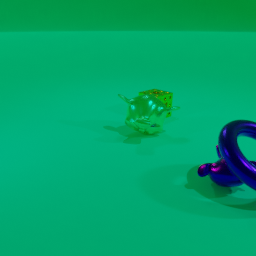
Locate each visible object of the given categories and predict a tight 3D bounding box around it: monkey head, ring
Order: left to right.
[{"bbox_3d":[0.510,-0.440,7.925,1.859,1.120,1.337,13,-3,6],"label":"monkey head"},{"bbox_3d":[1.981,0.725,5.578,1.240,0.892,0.747,-4,-11,8],"label":"monkey head"},{"bbox_3d":[2.541,0.526,5.357,1.760,0.352,1.760,13,44,-13],"label":"ring"}]

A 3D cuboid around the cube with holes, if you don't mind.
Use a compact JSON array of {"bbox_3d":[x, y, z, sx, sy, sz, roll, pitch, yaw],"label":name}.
[{"bbox_3d":[0.942,-0.820,9.709,0.843,0.843,0.843,-19,29,-41],"label":"cube with holes"}]
